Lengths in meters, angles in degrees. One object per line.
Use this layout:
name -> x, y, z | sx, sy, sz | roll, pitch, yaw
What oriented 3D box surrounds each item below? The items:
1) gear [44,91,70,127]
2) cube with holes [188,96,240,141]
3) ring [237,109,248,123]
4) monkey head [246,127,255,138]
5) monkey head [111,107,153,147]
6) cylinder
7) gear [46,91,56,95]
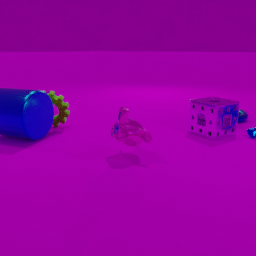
gear -> -2.409, -0.568, 8.608 | 1.183, 1.183, 0.219 | 1, 34, 2
cube with holes -> 2.484, -0.314, 8.174 | 0.981, 0.981, 0.981 | -11, 20, -32
ring -> 3.518, -0.490, 9.832 | 1.322, 0.264, 1.322 | 3, 21, -1
monkey head -> 3.814, -0.096, 7.764 | 0.910, 0.762, 1.265 | -18, 56, -9
monkey head -> 0.045, -0.029, 6.515 | 0.744, 0.888, 1.235 | 4, 13, -33
cylinder -> -2.988, -0.407, 7.748 | 1.344, 1.344, 1.344 | 6, 18, 20
gear -> -3.450, -0.820, 9.652 | 1.964, 0.363, 1.964 | -15, 16, 4
